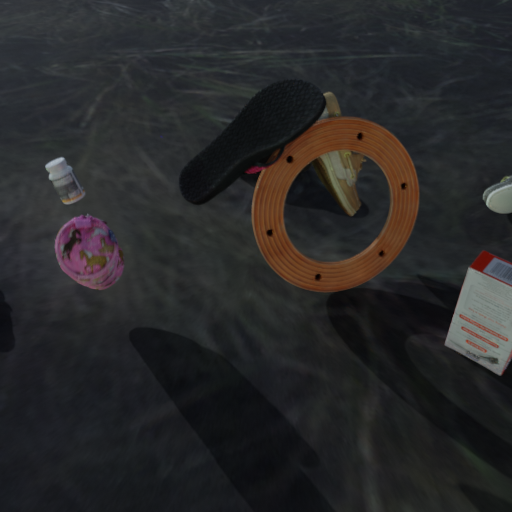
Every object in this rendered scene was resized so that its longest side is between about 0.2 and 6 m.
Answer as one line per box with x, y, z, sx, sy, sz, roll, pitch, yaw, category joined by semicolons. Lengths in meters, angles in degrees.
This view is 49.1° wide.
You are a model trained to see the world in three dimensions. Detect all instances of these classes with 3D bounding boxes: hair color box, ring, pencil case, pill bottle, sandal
3.534;0.873;8.385;0.956;1.725;0.551;30;49;30;hair color box
1.367;-0.829;9.558;3.033;3.033;0.291;-10;22;-12;ring
-2.540;0.006;8.756;0.888;2.146;0.928;42;77;-2;pencil case
-3.407;-1.334;9.984;0.436;0.749;0.436;-17;29;10;pill bottle
-0.065;-1.741;8.816;0.630;2.795;1.049;19;44;-51;sandal

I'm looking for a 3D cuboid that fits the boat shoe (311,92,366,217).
1.477;-1.730;9.946;0.874;2.632;0.974;-33;48;3;boat shoe

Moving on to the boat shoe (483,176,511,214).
5.519;-1.385;11.878;1.947;0.696;0.582;-11;41;-22;boat shoe

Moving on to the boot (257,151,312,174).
0.364;-2.545;13.239;1.921;0.703;1.446;-2;41;7;boot
